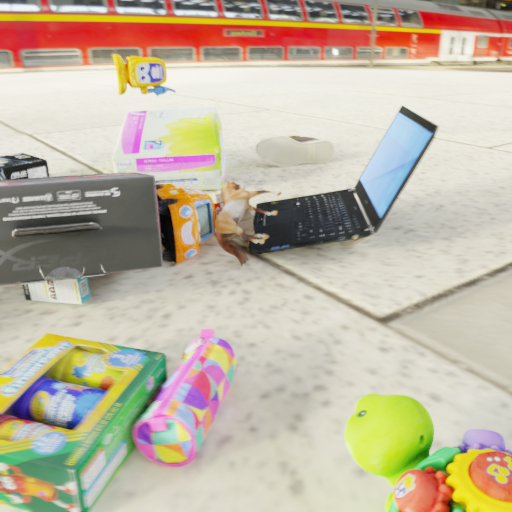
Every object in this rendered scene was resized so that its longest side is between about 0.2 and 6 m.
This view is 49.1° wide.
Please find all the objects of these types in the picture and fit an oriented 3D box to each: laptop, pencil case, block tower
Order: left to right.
[{"bbox_3d":[-0.690,1.449,5.893,0.704,0.704,1.593,5,24,10],"label":"pencil case"},{"bbox_3d":[-0.459,-0.853,11.172,0.564,0.527,1.950,-12,19,-4],"label":"block tower"},{"bbox_3d":[1.465,-1.548,10.713,3.407,1.759,3.019,-8,20,6],"label":"laptop"}]

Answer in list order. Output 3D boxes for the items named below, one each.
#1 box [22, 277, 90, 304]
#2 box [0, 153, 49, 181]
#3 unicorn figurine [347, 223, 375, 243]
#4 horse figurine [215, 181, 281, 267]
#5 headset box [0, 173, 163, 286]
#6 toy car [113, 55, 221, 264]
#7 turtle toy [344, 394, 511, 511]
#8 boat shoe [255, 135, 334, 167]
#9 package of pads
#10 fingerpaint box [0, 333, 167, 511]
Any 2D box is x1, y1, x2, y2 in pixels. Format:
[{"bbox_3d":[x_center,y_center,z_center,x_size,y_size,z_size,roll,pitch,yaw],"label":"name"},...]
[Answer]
[{"bbox_3d":[-3.009,0.462,8.386,1.015,0.418,0.250,3,20,18],"label":"box"},{"bbox_3d":[-6.201,-2.036,13.966,1.294,0.680,1.580,19,30,39],"label":"box"},{"bbox_3d":[1.805,-0.474,10.666,1.385,0.512,0.952,-11,14,25],"label":"unicorn figurine"},{"bbox_3d":[-0.271,-0.682,9.920,1.157,0.436,1.746,11,58,12],"label":"horse figurine"},{"bbox_3d":[-2.962,-0.533,8.617,2.696,1.360,3.627,-6,11,-15],"label":"headset box"},{"bbox_3d":[-1.481,-1.889,10.110,1.303,3.915,1.920,-12,7,-20],"label":"toy car"},{"bbox_3d":[1.550,1.894,4.267,1.599,1.109,2.194,-17,28,-34],"label":"turtle toy"},{"bbox_3d":[1.043,-3.077,16.220,2.427,0.872,0.722,-5,20,-22],"label":"boat shoe"},{"bbox_3d":[-2.166,-2.861,14.648,2.694,1.189,3.487,-4,33,-5],"label":"package of pads"},{"bbox_3d":[-1.947,1.570,5.593,1.521,0.669,1.823,7,24,15],"label":"fingerpaint box"}]
